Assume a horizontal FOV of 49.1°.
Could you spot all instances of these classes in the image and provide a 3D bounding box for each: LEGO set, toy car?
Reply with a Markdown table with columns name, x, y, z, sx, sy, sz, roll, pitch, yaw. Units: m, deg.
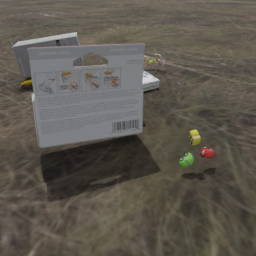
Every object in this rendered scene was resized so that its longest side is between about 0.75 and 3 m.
| name | x | y | z | sx | sy | sz | roll | pitch | yaw |
| --- | --- | --- | --- | --- | --- | --- | --- | --- | --- |
| LEGO set | 1.172 | -3.132 | 12.846 | 1.080 | 0.402 | 0.497 | 4 | 48 | 22 |
| toy car | 1.595 | 0.617 | 6.691 | 0.872 | 0.926 | 0.207 | -45 | 18 | -7 |

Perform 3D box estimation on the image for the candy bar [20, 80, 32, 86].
| name | x | y | z | sx | sy | sz | roll | pitch | yaw |
| --- | --- | --- | --- | --- | --- | --- | --- | --- | --- |
| candy bar | -3.567 | -1.859 | 11.074 | 1.404 | 0.156 | 0.350 | -10 | 26 | 1 |

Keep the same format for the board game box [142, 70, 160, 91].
| name | x | y | z | sx | sy | sz | roll | pitch | yaw |
| --- | --- | --- | --- | --- | --- | --- | --- | --- | --- |
| board game box | 0.025 | -1.802 | 11.155 | 2.101 | 0.364 | 1.326 | -16 | 37 | -25 |

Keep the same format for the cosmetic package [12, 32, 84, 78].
| name | x | y | z | sx | sy | sz | roll | pitch | yaw |
| --- | --- | --- | --- | --- | --- | --- | --- | --- | --- |
| cosmetic package | -3.245 | -3.035 | 11.637 | 2.598 | 1.388 | 1.171 | -13 | 29 | -4 |

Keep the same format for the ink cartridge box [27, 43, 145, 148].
| name | x | y | z | sx | sy | sz | roll | pitch | yaw |
| --- | --- | --- | --- | --- | --- | --- | --- | --- | --- |
| ink cartridge box | -0.971 | -0.874 | 7.099 | 2.795 | 2.462 | 0.625 | -8 | 26 | -19 |
